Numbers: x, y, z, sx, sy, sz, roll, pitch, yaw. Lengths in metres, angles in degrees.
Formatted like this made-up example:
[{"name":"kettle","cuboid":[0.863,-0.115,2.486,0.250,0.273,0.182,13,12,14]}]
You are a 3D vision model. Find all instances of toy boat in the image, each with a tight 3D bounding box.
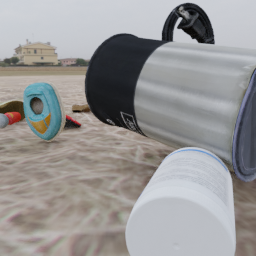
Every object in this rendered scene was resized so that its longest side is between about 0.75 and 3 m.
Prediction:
[{"name":"toy boat","cuboid":[-2.247,-0.293,6.412,1.662,1.397,0.772,-10,9,19]}]

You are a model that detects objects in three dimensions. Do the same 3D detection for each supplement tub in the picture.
[{"name":"supplement tub","cuboid":[0.572,0.753,2.713,0.868,0.868,1.316,4,13,19]}]

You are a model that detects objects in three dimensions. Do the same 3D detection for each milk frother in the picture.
[{"name":"milk frother","cuboid":[1.271,-0.939,4.517,2.687,2.856,2.578,22,1,42]}]

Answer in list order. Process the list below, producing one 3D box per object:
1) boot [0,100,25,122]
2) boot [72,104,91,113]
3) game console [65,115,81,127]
[{"name":"boot","cuboid":[-4.237,-0.501,8.684,1.483,0.691,1.918,6,15,26]},{"name":"boot","cuboid":[-1.675,-0.696,10.581,0.893,0.329,0.337,-2,36,-3]},{"name":"game console","cuboid":[-2.109,-0.115,8.238,1.062,0.731,1.232,29,-1,-28]}]
